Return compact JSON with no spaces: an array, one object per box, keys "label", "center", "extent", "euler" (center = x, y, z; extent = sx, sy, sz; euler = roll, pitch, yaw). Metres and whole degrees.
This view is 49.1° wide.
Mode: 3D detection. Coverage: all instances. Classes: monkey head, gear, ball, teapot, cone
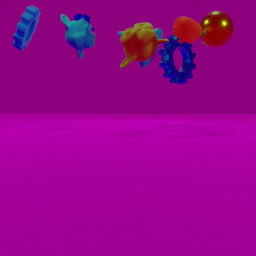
[{"label":"monkey head","center":[0.387,-2.067,6.945],"extent":[1.477,0.890,1.063],"euler":[-33,32,-9]},{"label":"gear","center":[-3.725,-3.656,10.295],"extent":[0.299,1.617,1.617],"euler":[25,-3,-14]},{"label":"ball","center":[2.290,-2.565,7.318],"extent":[0.900,0.900,0.900],"euler":[0,3,0]},{"label":"teapot","center":[1.368,-2.312,6.696],"extent":[0.699,0.550,1.124],"euler":[34,11,33]},{"label":"monkey head","center":[-1.894,-4.243,11.497],"extent":[1.134,0.683,0.816],"euler":[4,-4,-13]},{"label":"gear","center":[1.986,-2.705,11.083],"extent":[1.906,1.906,0.352],"euler":[-3,4,-41]},{"label":"monkey head","center":[-1.725,-3.024,9.382],"extent":[0.952,1.580,1.136],"euler":[-3,36,29]},{"label":"cone","center":[0.199,-2.560,8.200],"extent":[1.188,1.184,1.184],"euler":[30,11,14]}]
